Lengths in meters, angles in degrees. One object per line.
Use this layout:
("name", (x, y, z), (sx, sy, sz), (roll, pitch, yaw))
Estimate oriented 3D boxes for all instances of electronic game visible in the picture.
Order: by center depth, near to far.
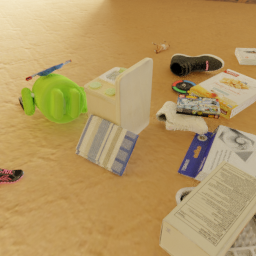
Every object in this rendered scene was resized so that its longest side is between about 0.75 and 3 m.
("electronic game", (2.645, -1.906, 13.048), (1.213, 0.252, 1.213), (0, 40, 0))

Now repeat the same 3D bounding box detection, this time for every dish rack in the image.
("dish rack", (2.452, 2.636, 7.209), (2.185, 0.554, 2.546), (-3, 39, -3))

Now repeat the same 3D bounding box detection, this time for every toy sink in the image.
("toy sink", (-0.346, -1.063, 9.921), (1.612, 2.877, 1.875), (25, 46, 27))

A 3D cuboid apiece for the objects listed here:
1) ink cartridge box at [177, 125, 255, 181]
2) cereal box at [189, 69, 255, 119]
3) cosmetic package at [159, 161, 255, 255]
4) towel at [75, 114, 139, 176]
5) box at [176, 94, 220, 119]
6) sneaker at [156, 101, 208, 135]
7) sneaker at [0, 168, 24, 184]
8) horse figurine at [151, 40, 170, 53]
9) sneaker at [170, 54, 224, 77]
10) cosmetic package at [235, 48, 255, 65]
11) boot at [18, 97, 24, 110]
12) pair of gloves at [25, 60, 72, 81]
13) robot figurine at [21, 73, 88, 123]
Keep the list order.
("ink cartridge box", (3.296, 0.931, 9.322), (2.628, 0.533, 2.622), (16, 41, 20))
("cereal box", (4.464, -1.618, 12.411), (2.960, 0.585, 2.130), (-29, 47, -31))
("cosmetic package", (2.057, 2.065, 6.633), (2.564, 1.119, 1.325), (-30, 48, -34))
("towel", (-0.747, 0.537, 9.318), (2.038, 1.497, 0.243), (23, 2, 27))
("box", (2.579, -0.810, 10.362), (1.531, 0.305, 1.048), (8, 36, 10))
("sneaker", (1.962, -0.173, 10.608), (1.071, 0.840, 2.155), (-40, 47, -24))
("sneaker", (-3.835, 1.446, 8.699), (1.120, 0.534, 0.442), (-11, 39, -16))
("horse figurine", (2.005, -4.853, 16.591), (1.335, 0.333, 0.885), (-18, 54, -29))
("sneaker", (3.315, -3.025, 13.959), (2.695, 0.953, 1.336), (10, 42, 21))
("cosmetic package", (6.647, -3.972, 15.509), (1.114, 0.382, 1.477), (1, 39, 6))
("boot", (-4.223, -1.107, 11.994), (0.729, 0.348, 0.965), (-19, 43, -25))
("pair of gloves", (-3.081, -2.253, 11.006), (1.906, 0.217, 1.532), (-2, 27, 46))
("robot figurine", (-2.736, -1.199, 10.811), (2.511, 1.656, 2.862), (-8, 22, -29))
